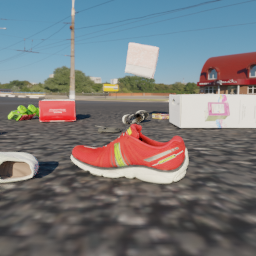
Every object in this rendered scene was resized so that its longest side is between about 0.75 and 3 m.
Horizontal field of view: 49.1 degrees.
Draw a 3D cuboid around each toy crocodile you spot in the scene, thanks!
[{"bbox_3d":[-4.782,-0.645,13.059,0.669,0.612,1.983,-40,-4,17],"label":"toy crocodile"}]

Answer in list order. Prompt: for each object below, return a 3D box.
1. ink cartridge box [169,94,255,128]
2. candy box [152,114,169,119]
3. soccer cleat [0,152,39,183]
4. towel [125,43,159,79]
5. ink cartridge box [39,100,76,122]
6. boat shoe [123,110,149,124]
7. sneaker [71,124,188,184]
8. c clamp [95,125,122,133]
[{"bbox_3d":[3.017,-0.654,10.261,2.775,1.174,2.005,1,6,-2],"label":"ink cartridge box"},{"bbox_3d":[1.595,-0.570,13.745,0.473,0.229,0.810,-4,6,-24],"label":"candy box"},{"bbox_3d":[-1.845,0.496,3.619,1.321,0.458,0.512,1,8,-19],"label":"soccer cleat"},{"bbox_3d":[0.537,-2.754,11.431,1.324,1.264,0.213,17,19,22],"label":"towel"},{"bbox_3d":[-3.243,-0.846,13.057,1.580,0.915,2.720,-2,7,-12],"label":"ink cartridge box"},{"bbox_3d":[0.406,-0.429,11.363,1.350,0.499,0.407,-9,11,-40],"label":"boat shoe"},{"bbox_3d":[-0.005,0.301,3.951,1.709,0.726,0.658,2,7,20],"label":"sneaker"},{"bbox_3d":[-0.665,0.054,8.850,0.927,0.147,1.085,5,5,0],"label":"c clamp"}]
